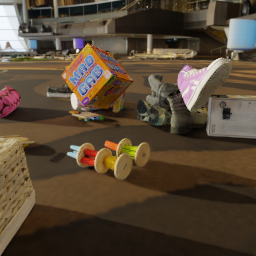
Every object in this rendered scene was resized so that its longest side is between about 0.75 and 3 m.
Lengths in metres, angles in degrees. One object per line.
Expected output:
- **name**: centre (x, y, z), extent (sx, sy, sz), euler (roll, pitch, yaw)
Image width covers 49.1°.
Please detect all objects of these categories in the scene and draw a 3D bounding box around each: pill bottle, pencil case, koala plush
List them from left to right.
- **pencil case**: centre (-5.620, -1.244, 12.794), extent (1.020, 1.053, 2.248), euler (-6, 19, -10)
- **pill bottle**: centre (-1.677, -1.357, 13.215), extent (1.850, 1.006, 1.006), euler (-11, 20, -30)
- **koala plush**: centre (2.095, -1.646, 13.470), extent (1.876, 1.664, 1.724), euler (-9, 31, -27)

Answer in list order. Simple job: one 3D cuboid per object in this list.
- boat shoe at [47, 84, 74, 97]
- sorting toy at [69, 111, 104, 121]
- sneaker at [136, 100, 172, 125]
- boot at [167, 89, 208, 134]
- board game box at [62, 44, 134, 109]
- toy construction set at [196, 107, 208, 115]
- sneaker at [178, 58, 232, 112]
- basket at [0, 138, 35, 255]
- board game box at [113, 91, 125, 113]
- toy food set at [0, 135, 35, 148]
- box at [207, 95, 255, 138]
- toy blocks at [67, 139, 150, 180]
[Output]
- **boat shoe**: centre (-3.776, -2.197, 16.417), extent (1.979, 0.702, 0.713), euler (-2, 17, -5)
- **sorting toy**: centre (-1.730, -0.474, 11.737), extent (1.674, 0.228, 0.943), euler (15, 17, 36)
- **sneaker**: centre (1.040, -0.561, 11.424), extent (0.899, 0.808, 2.083), euler (6, 18, -28)
- **boot**: centre (2.283, -0.730, 10.219), extent (0.781, 1.506, 2.305), euler (4, 15, 42)
- **board game box**: centre (-1.233, -2.055, 11.653), extent (1.769, 1.771, 1.769), euler (52, 21, 18)
- **toy construction set**: centre (3.151, -0.604, 11.606), extent (1.350, 0.622, 0.885), euler (12, -9, 14)
- **sneaker**: centre (2.113, -1.583, 8.471), extent (0.836, 1.315, 2.307), euler (-14, -22, -22)
- **basket**: centre (-2.674, 1.153, 4.461), extent (1.582, 1.440, 2.334), euler (1, 18, 3)
- **board game box**: centre (-0.402, -1.386, 13.010), extent (0.236, 1.171, 0.896), euler (13, 20, 11)
- **toy food set**: centre (-3.527, 0.482, 8.713), extent (0.941, 0.274, 1.363), euler (-5, 11, -39)
- **box**: centre (3.973, -0.395, 9.574), extent (2.374, 1.385, 0.714), euler (2, 15, 11)
- **toy blocks**: centre (-0.553, 0.655, 7.382), extent (1.799, 0.653, 1.500), euler (12, 21, 34)
